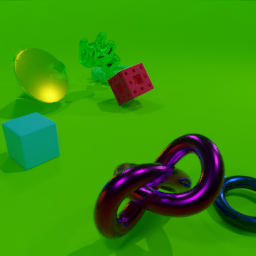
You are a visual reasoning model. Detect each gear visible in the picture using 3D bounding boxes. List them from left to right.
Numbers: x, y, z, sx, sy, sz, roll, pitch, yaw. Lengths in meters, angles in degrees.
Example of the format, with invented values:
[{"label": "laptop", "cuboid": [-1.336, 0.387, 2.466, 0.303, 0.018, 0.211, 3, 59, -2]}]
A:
[{"label": "gear", "cuboid": [-0.536, -2.124, 10.780, 1.719, 0.318, 1.719, -2, 22, 1]}]

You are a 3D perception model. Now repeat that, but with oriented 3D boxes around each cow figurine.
[{"label": "cow figurine", "cuboid": [-0.930, -2.224, 9.048, 1.633, 1.607, 0.896, -30, 66, -34]}]

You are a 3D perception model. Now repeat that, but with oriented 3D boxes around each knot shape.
[{"label": "knot shape", "cuboid": [0.272, 0.825, 3.811, 1.727, 0.853, 1.846, -26, -2, -32]}]

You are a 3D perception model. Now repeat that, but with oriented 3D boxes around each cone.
[{"label": "cone", "cuboid": [-2.947, -1.233, 8.379, 1.669, 1.663, 1.663, -23, 8, 40]}]

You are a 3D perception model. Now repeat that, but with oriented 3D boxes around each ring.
[{"label": "ring", "cuboid": [1.898, 1.161, 4.435, 1.120, 0.224, 1.120, -2, 32, 1]}]

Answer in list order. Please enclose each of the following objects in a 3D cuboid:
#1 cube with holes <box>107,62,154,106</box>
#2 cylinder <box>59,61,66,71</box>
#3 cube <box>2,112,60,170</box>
[{"label": "cube with holes", "cuboid": [0.074, -1.285, 8.240, 0.837, 0.837, 0.837, -28, 5, -32]}, {"label": "cylinder", "cuboid": [-2.501, -1.828, 9.442, 0.713, 0.713, 0.713, 1, 38, 2]}, {"label": "cube", "cuboid": [-1.971, 0.242, 5.733, 0.781, 0.781, 0.781, 24, 35, 38]}]
